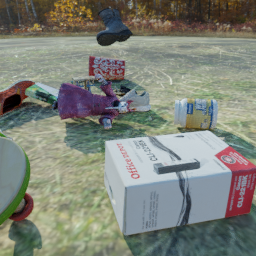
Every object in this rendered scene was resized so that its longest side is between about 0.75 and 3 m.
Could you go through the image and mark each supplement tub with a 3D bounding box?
[{"bbox_3d":[2.400,-0.518,10.025,1.451,1.050,1.050,3,23,9],"label":"supplement tub"}]

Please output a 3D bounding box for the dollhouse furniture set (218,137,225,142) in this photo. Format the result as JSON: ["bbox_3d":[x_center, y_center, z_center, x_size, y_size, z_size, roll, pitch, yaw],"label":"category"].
[{"bbox_3d":[2.142,0.612,7.892,1.091,0.865,0.775,6,8,20],"label":"dollhouse furniture set"}]

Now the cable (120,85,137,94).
[{"bbox_3d":[0.021,-1.876,13.925,0.908,0.283,1.113,15,16,-8],"label":"cable"}]

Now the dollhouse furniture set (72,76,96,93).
[{"bbox_3d":[-1.846,-1.685,12.794,1.060,1.066,1.513,-9,23,-21],"label":"dollhouse furniture set"}]

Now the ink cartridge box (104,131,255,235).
[{"bbox_3d":[0.980,1.040,6.161,2.761,1.156,1.992,-6,23,-14],"label":"ink cartridge box"}]

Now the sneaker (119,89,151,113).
[{"bbox_3d":[-0.039,-1.171,11.756,2.010,0.925,0.761,-5,23,-10],"label":"sneaker"}]

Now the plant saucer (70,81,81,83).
[{"bbox_3d":[-2.987,-2.860,16.859,0.410,0.111,1.173,8,25,19],"label":"plant saucer"}]

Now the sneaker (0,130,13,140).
[{"bbox_3d":[-4.291,0.340,8.512,1.683,0.660,0.668,18,32,13],"label":"sneaker"}]

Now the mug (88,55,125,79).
[{"bbox_3d":[-1.320,-3.718,17.269,2.170,1.448,1.926,1,24,-5],"label":"mug"}]

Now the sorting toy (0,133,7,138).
[{"bbox_3d":[-4.353,0.315,7.596,2.052,0.842,1.233,21,65,13],"label":"sorting toy"}]

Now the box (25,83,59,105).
[{"bbox_3d":[-3.544,-1.497,12.666,1.759,0.320,1.270,19,24,-1],"label":"box"}]

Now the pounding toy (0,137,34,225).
[{"bbox_3d":[-2.893,1.558,5.334,2.096,1.260,2.716,26,61,32],"label":"pounding toy"}]

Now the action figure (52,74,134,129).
[{"bbox_3d":[-1.244,-0.769,10.716,2.992,2.004,2.228,6,-14,-3],"label":"action figure"}]

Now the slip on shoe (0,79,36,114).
[{"bbox_3d":[-4.897,-1.332,12.174,0.906,1.097,2.962,23,29,9],"label":"slip on shoe"}]

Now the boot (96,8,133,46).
[{"bbox_3d":[-0.484,-2.402,6.600,0.432,0.814,1.237,-34,-2,37],"label":"boot"}]

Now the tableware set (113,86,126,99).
[{"bbox_3d":[-0.558,-1.575,13.397,1.305,0.396,1.975,6,23,13],"label":"tableware set"}]
